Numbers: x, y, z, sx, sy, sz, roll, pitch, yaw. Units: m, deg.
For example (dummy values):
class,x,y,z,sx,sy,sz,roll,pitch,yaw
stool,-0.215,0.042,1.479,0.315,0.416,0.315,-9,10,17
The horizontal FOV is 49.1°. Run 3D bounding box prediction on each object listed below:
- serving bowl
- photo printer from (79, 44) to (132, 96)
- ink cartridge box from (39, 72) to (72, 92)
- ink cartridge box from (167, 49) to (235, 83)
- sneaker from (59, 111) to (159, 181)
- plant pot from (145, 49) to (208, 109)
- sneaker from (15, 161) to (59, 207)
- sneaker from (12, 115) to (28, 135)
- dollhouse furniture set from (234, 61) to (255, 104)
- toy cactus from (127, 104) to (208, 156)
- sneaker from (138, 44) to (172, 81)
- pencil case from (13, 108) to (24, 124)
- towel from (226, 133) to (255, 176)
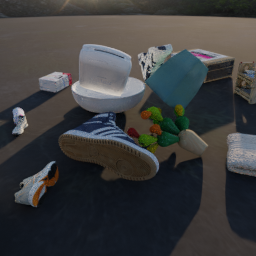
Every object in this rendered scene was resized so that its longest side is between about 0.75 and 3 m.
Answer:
class,x,y,z,sx,sy,sz,roll,pitch,yaw
serving bowl,-0.739,-1.215,10.788,2.785,0.916,2.785,1,27,0
photo printer,-0.766,-1.863,9.044,1.645,1.977,0.686,14,67,-5
ink cartridge box,-3.361,-2.165,13.059,0.952,0.552,1.289,11,27,19
ink cartridge box,3.810,-3.391,14.915,2.296,1.047,2.787,-17,32,-32
sneaker,-0.278,0.361,7.582,2.961,1.038,1.606,13,31,30
plant pot,1.692,-1.622,9.233,1.192,1.686,1.191,25,21,-48
sneaker,-2.112,1.219,6.495,0.651,0.536,1.416,1,26,11
sneaker,-3.565,-0.138,9.138,0.328,0.500,0.868,1,27,2
dollhouse furniture set,5.790,-1.958,11.717,1.985,1.391,1.399,-4,27,-8
toy cactus,1.259,0.171,8.101,2.058,1.276,2.495,36,30,19
sneaker,1.073,-2.249,10.373,0.833,1.359,2.088,-17,9,-26
pencil case,-3.848,-0.421,9.842,0.388,0.356,0.856,15,18,-28
towel,3.946,0.790,7.385,2.580,0.445,1.710,8,27,16
